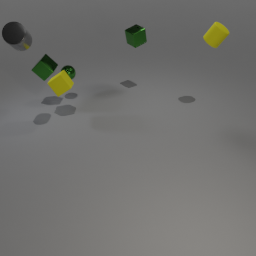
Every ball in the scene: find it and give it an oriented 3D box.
[{"bbox_3d":[-2.801,-2.581,13.114,0.700,0.700,0.700,0,32,0],"label":"ball"}]

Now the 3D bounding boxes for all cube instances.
[{"bbox_3d":[-3.587,-2.617,12.102,0.700,0.700,0.700,-33,28,29],"label":"cube"},{"bbox_3d":[-2.771,-1.849,11.588,0.700,0.700,0.700,-30,23,14],"label":"cube"},{"bbox_3d":[0.366,-4.280,13.036,0.700,0.700,0.700,-33,48,-18],"label":"cube"}]

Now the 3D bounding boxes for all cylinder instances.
[{"bbox_3d":[-3.399,-2.806,8.627,0.700,0.700,0.700,-2,0,-3],"label":"cylinder"},{"bbox_3d":[3.388,-3.570,10.760,0.700,0.700,0.700,20,44,-21],"label":"cylinder"}]
